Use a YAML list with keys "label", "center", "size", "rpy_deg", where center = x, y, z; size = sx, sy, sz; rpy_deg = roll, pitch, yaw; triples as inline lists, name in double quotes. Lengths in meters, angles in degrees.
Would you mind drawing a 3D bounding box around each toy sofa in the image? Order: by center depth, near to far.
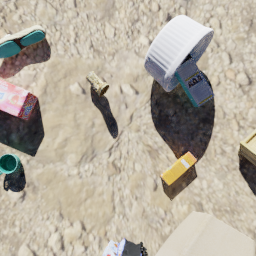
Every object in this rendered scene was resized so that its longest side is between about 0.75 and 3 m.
- label: "toy sofa"
  center: [5.691, 0.253, 10.938]
  size: [2.785, 1.359, 1.153]
  rpy_deg: [-43, 61, -4]

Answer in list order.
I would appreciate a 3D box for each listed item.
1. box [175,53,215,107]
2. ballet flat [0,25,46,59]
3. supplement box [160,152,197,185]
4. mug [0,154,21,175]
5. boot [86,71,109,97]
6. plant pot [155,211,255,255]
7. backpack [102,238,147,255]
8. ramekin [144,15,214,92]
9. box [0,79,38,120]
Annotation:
- label: "box"
  center: [2.543, -1.897, 11.161]
  size: [0.836, 0.500, 2.033]
  rpy_deg: [-33, 97, -4]
- label: "ballet flat"
  center: [-4.512, -3.595, 11.507]
  size: [2.380, 0.827, 0.827]
  rpy_deg: [-23, 84, -4]
- label: "supplement box"
  center: [1.966, 1.590, 10.990]
  size: [1.477, 0.491, 0.508]
  rpy_deg: [-43, 85, -5]
- label: "mug"
  center: [-4.679, 1.409, 10.967]
  size: [0.930, 0.575, 0.764]
  rpy_deg: [-11, 84, -1]
- label: "boot"
  center: [-1.201, -1.775, 10.854]
  size: [0.464, 1.275, 0.991]
  rpy_deg: [-37, 92, -9]
- label: "plant pot"
  center: [2.786, 4.445, 9.725]
  size: [2.692, 2.689, 2.383]
  rpy_deg: [31, 76, 3]
- label: "backpack"
  center: [-0.319, 5.158, 9.892]
  size: [1.657, 2.151, 2.049]
  rpy_deg: [15, 89, 8]
- label: "ramekin"
  center: [1.811, -2.802, 10.438]
  size: [1.318, 2.703, 2.703]
  rpy_deg: [41, 85, 11]
- label: "box"
  center: [-4.904, -1.265, 10.967]
  size: [2.268, 1.164, 1.073]
  rpy_deg: [23, 84, 2]
